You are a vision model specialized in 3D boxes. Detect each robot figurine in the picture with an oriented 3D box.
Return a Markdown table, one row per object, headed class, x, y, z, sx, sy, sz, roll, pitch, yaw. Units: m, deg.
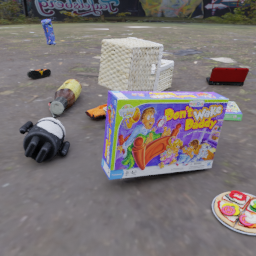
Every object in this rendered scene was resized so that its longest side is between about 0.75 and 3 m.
| class | x | y | z | sx | sy | sz | roll | pitch | yaw |
| --- | --- | --- | --- | --- | --- | --- | --- | --- | --- |
| robot figurine | -2.074 | 0.274 | 7.023 | 0.868 | 1.045 | 1.391 | -17 | 23 | 11 |

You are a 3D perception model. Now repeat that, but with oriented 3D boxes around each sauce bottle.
| class | x | y | z | sx | sy | sz | roll | pitch | yaw |
| --- | --- | --- | --- | --- | --- | --- | --- | --- | --- |
| sauce bottle | -2.263 | -1.170 | 10.251 | 0.780 | 0.780 | 2.362 | 1 | 24 | 2 |

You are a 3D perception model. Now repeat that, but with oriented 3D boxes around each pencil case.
| class | x | y | z | sx | sy | sz | roll | pitch | yaw |
| --- | --- | --- | --- | --- | --- | --- | --- | --- | --- |
| pencil case | -3.117 | -3.754 | 11.035 | 0.385 | 0.987 | 0.429 | 0 | 32 | 11 |

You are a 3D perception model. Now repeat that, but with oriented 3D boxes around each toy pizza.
| class | x | y | z | sx | sy | sz | roll | pitch | yaw |
| --- | --- | --- | --- | --- | --- | --- | --- | --- | --- |
| toy pizza | 2.156 | 1.510 | 5.196 | 1.149 | 0.182 | 1.149 | 0 | 25 | 0 |

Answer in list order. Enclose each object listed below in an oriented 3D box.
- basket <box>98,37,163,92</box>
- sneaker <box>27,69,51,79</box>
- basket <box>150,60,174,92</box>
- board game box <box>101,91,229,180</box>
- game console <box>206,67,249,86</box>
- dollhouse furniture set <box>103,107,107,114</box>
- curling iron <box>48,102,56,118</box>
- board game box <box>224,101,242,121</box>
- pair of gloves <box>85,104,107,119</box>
| class | x | y | z | sx | sy | sz | roll | pitch | yaw |
| --- | --- | --- | --- | --- | --- | --- | --- | --- | --- |
| basket | 0.028 | -1.875 | 8.447 | 1.249 | 1.539 | 1.553 | -11 | 29 | -38 |
| sneaker | -4.528 | -2.712 | 14.039 | 0.567 | 0.441 | 1.260 | 11 | 23 | 44 |
| basket | 0.967 | -2.189 | 11.936 | 1.309 | 1.192 | 1.932 | 16 | 28 | 31 |
| board game box | 0.765 | 0.106 | 5.898 | 2.496 | 1.678 | 0.559 | -3 | 24 | -22 |
| game console | 4.504 | -2.462 | 12.829 | 1.573 | 0.933 | 1.355 | 3 | 25 | 5 |
| dollhouse furniture set | -0.056 | -0.430 | 7.712 | 1.715 | 1.217 | 1.359 | 29 | 36 | 24 |
| curling iron | -2.630 | -0.667 | 9.879 | 0.331 | 0.171 | 1.336 | -6 | 26 | -14 |
| board game box | 2.873 | -0.641 | 9.720 | 1.823 | 0.265 | 1.227 | 3 | 25 | 7 |
| pair of gloves | -0.107 | -0.411 | 9.246 | 1.911 | 0.265 | 2.145 | -21 | 35 | -40 |
